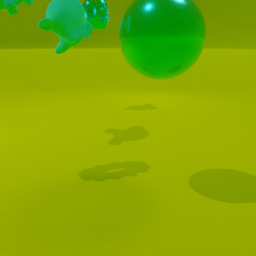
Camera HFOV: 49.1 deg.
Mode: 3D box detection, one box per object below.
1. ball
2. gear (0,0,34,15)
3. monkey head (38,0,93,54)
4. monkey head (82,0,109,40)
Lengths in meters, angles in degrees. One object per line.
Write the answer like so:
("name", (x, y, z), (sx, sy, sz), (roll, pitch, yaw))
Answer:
("ball", (0.502, -1.363, 4.163), (1.272, 1.272, 1.272), (0, 17, 0))
("gear", (-2.048, -2.386, 4.358), (1.294, 1.294, 0.239), (-3, -12, -9))
("monkey head", (-1.573, -2.502, 6.818), (1.289, 1.080, 1.792), (-29, 27, 35))
("monkey head", (-1.156, -3.895, 9.786), (0.993, 1.648, 1.185), (-2, 4, 1))
